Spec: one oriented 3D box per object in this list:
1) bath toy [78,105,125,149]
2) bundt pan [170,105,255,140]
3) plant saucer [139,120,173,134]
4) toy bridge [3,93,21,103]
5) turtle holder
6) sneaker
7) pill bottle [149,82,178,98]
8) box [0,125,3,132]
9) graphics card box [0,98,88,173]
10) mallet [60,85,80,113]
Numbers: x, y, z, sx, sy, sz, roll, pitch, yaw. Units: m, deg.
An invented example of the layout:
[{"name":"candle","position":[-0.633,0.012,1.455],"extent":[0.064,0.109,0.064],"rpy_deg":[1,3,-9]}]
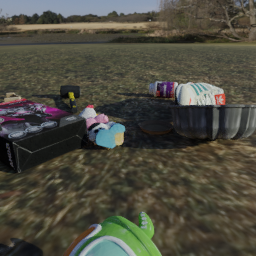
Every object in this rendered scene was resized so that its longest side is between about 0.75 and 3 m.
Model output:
[{"name":"bath toy","position":[-0.762,-0.090,7.234],"extent":[0.822,0.699,1.891],"rpy_deg":[20,7,-34]},{"name":"bundt pan","position":[2.071,-0.158,6.786],"extent":[2.148,0.806,2.148],"rpy_deg":[1,3,0]},{"name":"plant saucer","position":[0.791,-0.020,7.864],"extent":[0.943,0.139,0.943],"rpy_deg":[0,19,0]},{"name":"toy bridge","position":[-4.309,-1.030,10.474],"extent":[0.575,0.233,1.711],"rpy_deg":[-6,21,-17]},{"name":"turtle holder","position":[-0.098,1.565,2.510],"extent":[0.985,1.387,1.054],"rpy_deg":[-16,-7,-38]},{"name":"sneaker","position":[2.412,-0.969,9.122],"extent":[1.366,1.029,2.922],"rpy_deg":[3,17,24]},{"name":"pill bottle","position":[1.441,-1.566,11.375],"extent":[1.109,0.623,0.623],"rpy_deg":[4,20,12]},{"name":"box","position":[-4.142,0.190,5.683],"extent":[2.417,0.574,2.334],"rpy_deg":[20,50,41]},{"name":"graphics card box","position":[-2.635,0.006,6.887],"extent":[2.982,0.758,1.870],"rpy_deg":[19,28,39]},{"name":"mallet","position":[-1.962,-1.072,10.423],"extent":[0.810,0.506,2.461],"rpy_deg":[-4,25,-22]}]
